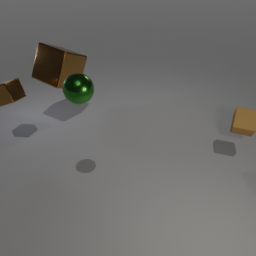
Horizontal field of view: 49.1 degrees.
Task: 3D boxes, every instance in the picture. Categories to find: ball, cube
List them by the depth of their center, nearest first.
[{"bbox_3d":[-1.105,-0.874,6.268,0.700,0.700,0.700,0,31,0],"label":"ball"},{"bbox_3d":[3.795,-0.195,9.140,0.700,0.700,0.700,12,77,15],"label":"cube"},{"bbox_3d":[-4.096,-1.233,9.620,0.700,0.700,0.700,-10,21,25],"label":"cube"},{"bbox_3d":[-2.714,-2.435,11.123,1.400,1.400,1.400,24,16,23],"label":"cube"}]
